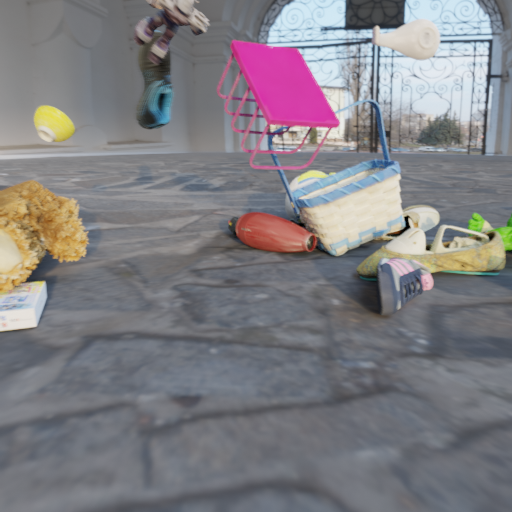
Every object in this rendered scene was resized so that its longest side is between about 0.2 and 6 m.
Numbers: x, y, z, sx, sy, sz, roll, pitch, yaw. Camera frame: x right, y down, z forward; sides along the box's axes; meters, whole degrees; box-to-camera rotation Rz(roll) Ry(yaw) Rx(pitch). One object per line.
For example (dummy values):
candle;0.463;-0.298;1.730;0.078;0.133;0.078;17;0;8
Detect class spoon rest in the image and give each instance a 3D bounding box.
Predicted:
spoon rest;2.804;-4.097;10.560;1.518;0.754;0.460;-4;11;-20

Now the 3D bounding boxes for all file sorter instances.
file sorter;0.280;-2.585;9.836;1.356;1.223;1.951;-4;56;-29

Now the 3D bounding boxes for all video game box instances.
video game box;-3.543;0.699;7.611;1.193;0.306;1.309;-8;15;-12

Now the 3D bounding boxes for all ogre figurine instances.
ogre figurine;5.310;-0.484;10.755;2.699;1.324;1.618;9;-11;-31

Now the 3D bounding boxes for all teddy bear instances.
teddy bear;-4.230;-0.116;9.164;3.036;1.398;4.188;-24;21;-17

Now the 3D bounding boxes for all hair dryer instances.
hair dryer;0.598;-0.611;12.124;2.159;0.770;2.835;-1;15;-11

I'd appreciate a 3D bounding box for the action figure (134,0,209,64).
action figure;-1.043;-2.802;6.643;0.803;0.428;1.234;35;-26;-26

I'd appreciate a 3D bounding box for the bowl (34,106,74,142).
bowl;-3.717;-2.303;10.121;0.738;0.738;0.397;6;55;24

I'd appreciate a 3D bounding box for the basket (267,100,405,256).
basket;1.661;-1.535;11.309;2.394;2.715;1.888;-19;18;-8

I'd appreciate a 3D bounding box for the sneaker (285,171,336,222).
sneaker;2.403;-1.489;14.489;1.896;1.367;3.610;12;17;40

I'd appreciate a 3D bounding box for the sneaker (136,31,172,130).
sneaker;-2.091;-3.821;12.210;0.765;2.091;0.856;-5;13;-39

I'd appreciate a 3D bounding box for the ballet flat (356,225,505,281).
ballet flat;3.022;-0.085;9.690;2.677;0.946;0.946;-2;14;-8

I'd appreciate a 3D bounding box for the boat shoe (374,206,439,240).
boat shoe;3.386;-0.670;12.671;1.919;0.717;0.656;-14;21;-17

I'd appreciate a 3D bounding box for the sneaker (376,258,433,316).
sneaker;2.168;0.380;8.172;0.789;0.675;1.924;1;14;16
